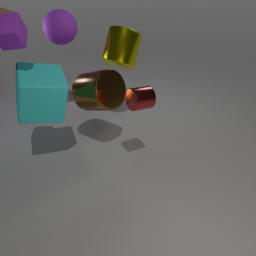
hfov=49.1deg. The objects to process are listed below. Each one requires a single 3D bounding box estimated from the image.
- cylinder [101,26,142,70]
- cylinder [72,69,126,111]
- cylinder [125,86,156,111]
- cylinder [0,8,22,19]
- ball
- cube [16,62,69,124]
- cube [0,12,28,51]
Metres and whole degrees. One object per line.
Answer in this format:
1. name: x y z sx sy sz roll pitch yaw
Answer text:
1. cylinder: -0.265 -3.238 11.446 1.400 1.400 1.400 14 3 -1
2. cylinder: -1.027 -1.311 9.888 1.400 1.400 1.400 3 23 46
3. cylinder: 0.385 -0.907 8.583 0.700 0.700 0.700 -12 31 -28
4. cylinder: -4.607 -4.185 10.793 0.700 0.700 0.700 22 34 11
5. ball: -2.790 -4.153 11.552 1.400 1.400 1.400 0 29 0
6. cube: -2.778 -1.103 8.887 1.400 1.400 1.400 -2 41 -24
7. cube: -3.255 -2.652 7.711 0.700 0.700 0.700 -5 69 3
